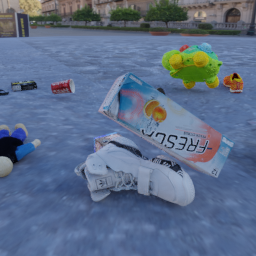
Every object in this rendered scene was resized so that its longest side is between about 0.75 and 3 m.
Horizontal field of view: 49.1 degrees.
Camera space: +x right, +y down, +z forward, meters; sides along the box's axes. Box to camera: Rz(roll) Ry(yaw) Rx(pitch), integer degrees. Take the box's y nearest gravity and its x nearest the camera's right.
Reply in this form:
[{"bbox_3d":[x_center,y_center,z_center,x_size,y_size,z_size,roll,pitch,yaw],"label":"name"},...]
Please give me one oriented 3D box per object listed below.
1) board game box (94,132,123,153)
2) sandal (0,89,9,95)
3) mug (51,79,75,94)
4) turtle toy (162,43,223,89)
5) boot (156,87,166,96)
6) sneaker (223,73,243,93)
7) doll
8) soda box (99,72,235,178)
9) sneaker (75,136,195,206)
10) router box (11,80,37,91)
[{"bbox_3d":[-0.315,0.451,6.277,0.620,0.376,0.777,-15,27,-32],"label":"board game box"},{"bbox_3d":[-5.210,-1.419,11.187,0.860,0.206,0.323,-5,22,-12],"label":"sandal"},{"bbox_3d":[-2.477,-1.570,10.487,0.775,0.688,0.517,-7,64,9],"label":"mug"},{"bbox_3d":[2.562,-2.661,11.540,2.701,1.365,1.969,6,-23,36],"label":"turtle toy"},{"bbox_3d":[0.368,-0.665,8.798,0.910,0.888,2.412,-11,10,31],"label":"boot"},{"bbox_3d":[4.606,-2.060,12.106,0.699,0.739,1.915,0,20,3],"label":"sneaker"},{"bbox_3d":[-2.632,0.427,6.201,1.359,0.483,1.992,-6,22,-11],"label":"doll"},{"bbox_3d":[0.623,-0.008,4.478,2.111,0.671,0.722,31,-6,-16],"label":"soda box"},{"bbox_3d":[0.028,0.885,4.764,1.186,0.775,2.063,-27,37,-34],"label":"sneaker"},{"bbox_3d":[-4.526,-1.843,12.174,0.986,0.257,0.775,-11,24,-25],"label":"router box"}]
